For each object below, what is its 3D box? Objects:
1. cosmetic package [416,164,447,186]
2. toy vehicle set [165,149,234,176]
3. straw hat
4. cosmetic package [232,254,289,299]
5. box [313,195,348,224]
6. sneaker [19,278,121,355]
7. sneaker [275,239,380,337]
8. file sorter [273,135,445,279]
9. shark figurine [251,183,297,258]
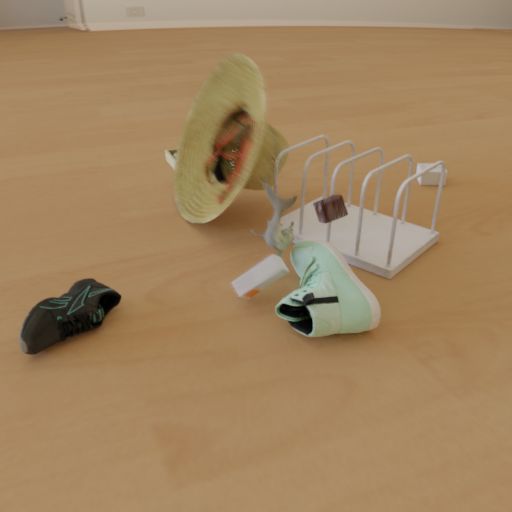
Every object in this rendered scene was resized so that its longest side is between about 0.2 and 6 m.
[{"bbox_3d":[4.527,-2.108,14.492,0.644,0.396,0.642,2,29,4],"label":"cosmetic package"},{"bbox_3d":[-1.517,-2.508,15.317,1.399,0.299,2.252,-12,31,-20],"label":"toy vehicle set"},{"bbox_3d":[-0.233,-2.291,12.399,1.692,3.997,3.997,13,21,-30],"label":"straw hat"},{"bbox_3d":[0.076,0.361,9.480,0.313,0.878,0.445,59,12,18],"label":"cosmetic package"},{"bbox_3d":[1.318,-0.835,9.934,0.450,0.370,0.373,-22,13,-9],"label":"box"},{"bbox_3d":[-2.876,0.920,8.755,0.742,0.706,1.873,14,32,19],"label":"sneaker"},{"bbox_3d":[0.829,0.449,9.315,1.418,0.885,2.404,-7,32,-25],"label":"sneaker"},{"bbox_3d":[2.008,-1.184,11.377,2.950,1.837,2.047,22,36,35],"label":"file sorter"},{"bbox_3d":[0.237,-0.469,9.857,0.700,1.677,1.002,22,71,16],"label":"shark figurine"}]
